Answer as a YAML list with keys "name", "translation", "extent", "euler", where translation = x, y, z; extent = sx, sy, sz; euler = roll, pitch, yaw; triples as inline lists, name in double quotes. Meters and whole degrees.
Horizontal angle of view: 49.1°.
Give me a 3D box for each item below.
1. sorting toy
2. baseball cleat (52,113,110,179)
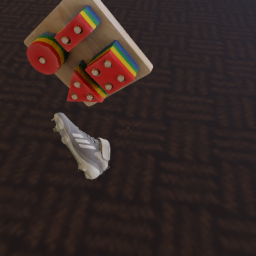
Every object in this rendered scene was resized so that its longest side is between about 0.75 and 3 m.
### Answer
- name: "sorting toy"
  translation: [-0.913, -1.317, 5.501]
  extent: [1.969, 1.981, 0.689]
  euler: [-23, 32, 40]
- name: "baseball cleat"
  translation: [-0.546, 0.163, 3.519]
  extent: [0.504, 0.948, 0.330]
  euler: [-33, 20, -23]
